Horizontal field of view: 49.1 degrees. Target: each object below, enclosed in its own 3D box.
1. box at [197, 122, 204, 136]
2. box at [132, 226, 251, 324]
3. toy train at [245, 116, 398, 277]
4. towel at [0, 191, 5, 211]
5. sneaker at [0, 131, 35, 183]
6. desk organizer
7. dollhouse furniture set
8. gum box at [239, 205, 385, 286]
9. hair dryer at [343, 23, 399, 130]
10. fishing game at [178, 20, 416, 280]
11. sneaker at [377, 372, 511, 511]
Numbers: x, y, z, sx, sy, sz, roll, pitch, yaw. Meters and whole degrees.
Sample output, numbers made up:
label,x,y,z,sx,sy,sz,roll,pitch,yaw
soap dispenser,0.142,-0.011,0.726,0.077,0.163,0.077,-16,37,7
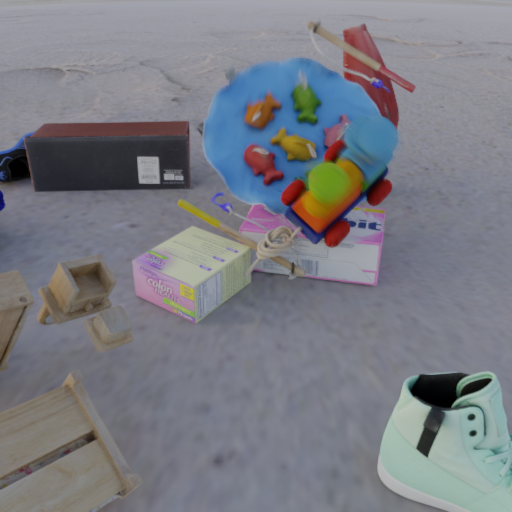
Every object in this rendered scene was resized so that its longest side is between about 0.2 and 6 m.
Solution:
label,x,y,z,sx,sy,sz,roll,pitch,yaw
box,-0.157,-2.238,10.686,0.753,1.447,1.318,-3,36,51
box,-0.973,0.248,8.787,1.244,0.683,1.414,20,35,29
toy train,0.882,-0.758,8.004,2.741,1.586,1.160,-44,80,-11
towel,-6.782,-0.245,9.477,4.173,1.034,3.081,2,37,3
sneaker,-5.346,-2.272,13.110,0.854,0.769,2.192,19,39,16
desk organizer,-3.181,-2.285,12.591,3.438,1.233,1.324,-1,28,-2
dollhouse furniture set,-2.301,2.016,5.901,2.909,1.666,3.412,-17,65,-45
gum box,0.923,-0.314,9.606,2.433,0.805,1.381,7,30,12
hair dryer,1.846,-3.080,11.459,0.921,3.391,2.582,-27,59,-23
fishing game,0.693,-2.101,9.329,3.207,0.696,4.479,35,71,6
sneaker,2.447,1.886,5.281,2.432,1.435,0.895,11,31,15
